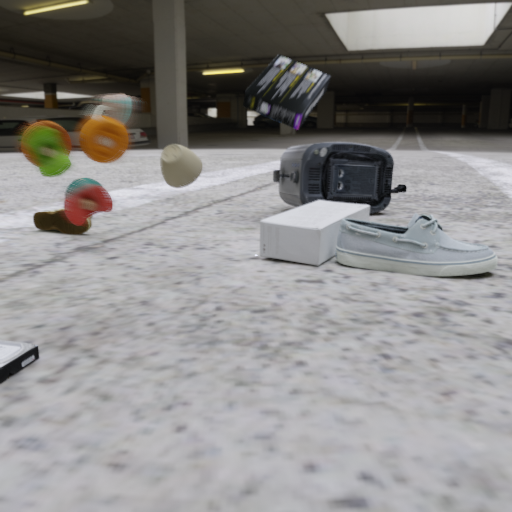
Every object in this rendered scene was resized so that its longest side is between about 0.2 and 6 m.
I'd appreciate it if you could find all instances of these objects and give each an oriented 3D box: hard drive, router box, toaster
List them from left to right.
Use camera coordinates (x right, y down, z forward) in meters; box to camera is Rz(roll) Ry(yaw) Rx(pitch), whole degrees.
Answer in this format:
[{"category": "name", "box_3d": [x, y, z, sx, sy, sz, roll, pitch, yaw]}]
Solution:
[{"category": "hard drive", "box_3d": [-3.074, 1.134, 6.144, 1.087, 0.206, 0.759, 3, 14, 15]}, {"category": "router box", "box_3d": [0.814, -4.241, 14.373, 1.567, 0.536, 2.101, 26, 51, 9]}, {"category": "toaster", "box_3d": [2.296, -2.251, 16.167, 3.520, 2.000, 2.273, -3, 11, -23]}]

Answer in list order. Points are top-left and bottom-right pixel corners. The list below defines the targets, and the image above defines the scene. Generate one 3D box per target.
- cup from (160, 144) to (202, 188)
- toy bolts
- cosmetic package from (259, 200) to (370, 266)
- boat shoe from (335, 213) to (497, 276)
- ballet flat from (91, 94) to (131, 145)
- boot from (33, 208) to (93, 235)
[{"category": "cup", "box_3d": [-1.314, -1.565, 9.349, 0.707, 0.707, 0.506, 5, -27, 21]}, {"category": "toy bolts", "box_3d": [-2.033, -1.081, 6.595, 1.148, 1.202, 0.833, -22, 28, -13]}, {"category": "cosmetic package", "box_3d": [1.322, -0.552, 11.742, 1.279, 0.785, 3.099, 7, 16, 27]}, {"category": "boat shoe", "box_3d": [2.830, -0.251, 10.052, 2.838, 1.011, 0.990, 5, 15, 18]}, {"category": "ballet flat", "box_3d": [-3.185, -2.806, 11.925, 0.682, 0.690, 2.028, -6, -19, -26]}, {"category": "boot", "box_3d": [-4.417, -0.923, 13.732, 1.645, 0.593, 1.273, 5, 14, 24]}]
